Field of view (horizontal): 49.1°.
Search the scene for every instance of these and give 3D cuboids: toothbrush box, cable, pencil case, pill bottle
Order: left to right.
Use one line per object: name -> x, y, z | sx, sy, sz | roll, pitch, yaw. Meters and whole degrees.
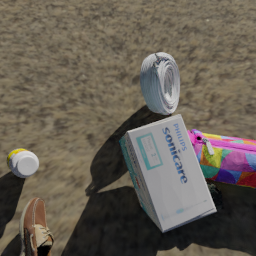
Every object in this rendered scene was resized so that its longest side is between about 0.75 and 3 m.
pill bottle -> -2.380, 0.791, 6.346 | 0.585, 1.070, 0.585 | -1, 92, -31
toothbrush box -> 0.576, 0.796, 5.381 | 0.967, 2.268, 1.660 | -19, 87, -8
cable -> 0.868, -1.132, 7.250 | 0.552, 1.593, 1.593 | 1, 14, 30
pencil case -> 2.540, 0.758, 6.336 | 2.669, 1.179, 1.179 | 10, 59, 3

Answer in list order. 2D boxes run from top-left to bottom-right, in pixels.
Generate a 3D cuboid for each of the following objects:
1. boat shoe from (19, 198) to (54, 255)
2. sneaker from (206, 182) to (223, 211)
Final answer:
boat shoe -> -1.783, 2.272, 5.658 | 0.618, 0.652, 1.721 | -13, 67, 19
sneaker -> 1.535, 1.487, 6.070 | 1.117, 0.640, 0.427 | -3, 16, -9
